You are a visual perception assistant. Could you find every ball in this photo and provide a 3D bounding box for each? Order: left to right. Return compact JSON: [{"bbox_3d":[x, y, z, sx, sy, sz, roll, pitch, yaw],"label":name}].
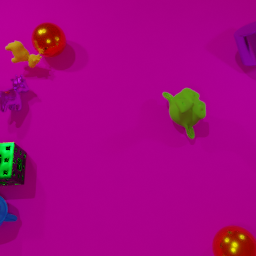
[{"bbox_3d":[-2.470,-2.751,8.769,1.060,1.060,1.060,0,69,0],"label":"ball"},{"bbox_3d":[2.544,2.864,6.638,1.060,1.060,1.060,0,69,0],"label":"ball"}]

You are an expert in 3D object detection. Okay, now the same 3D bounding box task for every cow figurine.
[{"bbox_3d":[-3.405,-1.024,8.162,0.606,1.104,1.087,6,100,27],"label":"cow figurine"},{"bbox_3d":[-3.132,-2.245,8.502,0.870,0.884,0.485,-9,36,12],"label":"cow figurine"}]

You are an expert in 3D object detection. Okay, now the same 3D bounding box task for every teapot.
[{"bbox_3d":[-3.450,2.016,6.814,0.801,1.637,1.018,-24,47,30],"label":"teapot"}]

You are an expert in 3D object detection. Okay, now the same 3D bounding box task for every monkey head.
[{"bbox_3d":[1.512,-0.496,7.800,1.161,0.973,1.614,-15,70,-46],"label":"monkey head"}]

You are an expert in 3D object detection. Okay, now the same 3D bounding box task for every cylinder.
[{"bbox_3d":[3.863,-2.577,8.518,1.011,1.011,1.011,-35,115,-12],"label":"cylinder"}]

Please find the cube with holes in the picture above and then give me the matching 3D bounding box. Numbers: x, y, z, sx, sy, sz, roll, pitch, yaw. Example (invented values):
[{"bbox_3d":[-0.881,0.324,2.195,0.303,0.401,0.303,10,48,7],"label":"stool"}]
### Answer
[{"bbox_3d":[-3.336,0.987,7.410,0.930,0.930,0.930,-3,69,-1],"label":"cube with holes"}]
